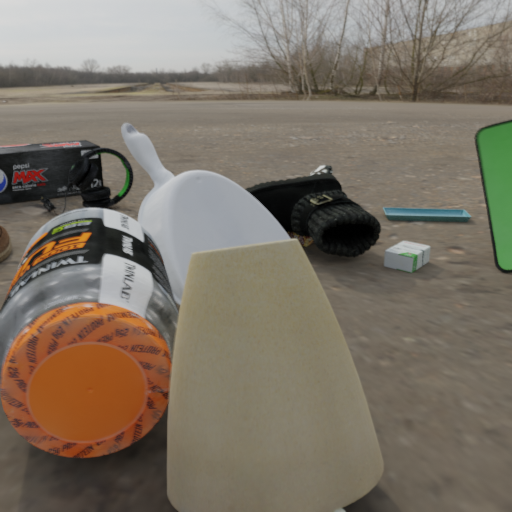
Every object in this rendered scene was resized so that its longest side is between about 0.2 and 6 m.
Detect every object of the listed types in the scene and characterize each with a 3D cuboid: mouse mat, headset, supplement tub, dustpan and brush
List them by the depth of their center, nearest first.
[{"bbox_3d":[-1.758,0.657,6.041,1.796,1.796,2.932,-5,20,-14],"label":"supplement tub"},{"bbox_3d":[-1.188,-0.918,9.579,2.714,3.889,1.113,-21,-12,-44],"label":"dustpan and brush"},{"bbox_3d":[5.188,-1.216,9.712,2.328,2.893,0.109,-10,-18,26],"label":"mouse mat"},{"bbox_3d":[-4.104,-1.724,13.605,2.240,1.383,1.052,-36,31,-18],"label":"headset"}]

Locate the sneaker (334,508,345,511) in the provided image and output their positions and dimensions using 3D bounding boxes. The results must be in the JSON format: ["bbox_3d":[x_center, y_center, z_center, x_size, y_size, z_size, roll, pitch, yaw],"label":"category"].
[{"bbox_3d":[0.315,2.086,3.889,0.776,0.674,1.752,-25,28,-35],"label":"sneaker"}]

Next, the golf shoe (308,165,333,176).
[{"bbox_3d":[1.211,-1.600,13.533,1.297,1.068,2.746,3,19,7],"label":"golf shoe"}]

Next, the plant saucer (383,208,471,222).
[{"bbox_3d":[3.937,-0.950,13.017,1.903,0.180,0.665,1,20,5],"label":"plant saucer"}]

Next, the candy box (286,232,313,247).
[{"bbox_3d":[0.808,-0.517,11.503,1.003,0.277,0.579,18,38,40],"label":"candy box"}]

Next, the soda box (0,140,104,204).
[{"bbox_3d":[-6.287,-2.201,14.804,4.164,1.318,1.473,-11,22,-30],"label":"soda box"}]

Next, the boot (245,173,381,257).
[{"bbox_3d":[0.779,-0.624,10.574,2.674,1.006,1.999,-19,40,-5],"label":"boot"}]

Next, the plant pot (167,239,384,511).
[{"bbox_3d":[0.030,0.857,4.623,1.789,1.910,1.789,-8,2,0],"label":"plant pot"}]

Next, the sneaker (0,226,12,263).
[{"bbox_3d":[-5.081,-0.290,9.818,0.991,1.062,2.812,-1,20,-4],"label":"sneaker"}]

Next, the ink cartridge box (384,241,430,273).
[{"bbox_3d":[2.728,0.008,10.094,0.559,0.317,0.763,16,25,37],"label":"ink cartridge box"}]
